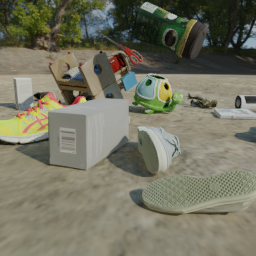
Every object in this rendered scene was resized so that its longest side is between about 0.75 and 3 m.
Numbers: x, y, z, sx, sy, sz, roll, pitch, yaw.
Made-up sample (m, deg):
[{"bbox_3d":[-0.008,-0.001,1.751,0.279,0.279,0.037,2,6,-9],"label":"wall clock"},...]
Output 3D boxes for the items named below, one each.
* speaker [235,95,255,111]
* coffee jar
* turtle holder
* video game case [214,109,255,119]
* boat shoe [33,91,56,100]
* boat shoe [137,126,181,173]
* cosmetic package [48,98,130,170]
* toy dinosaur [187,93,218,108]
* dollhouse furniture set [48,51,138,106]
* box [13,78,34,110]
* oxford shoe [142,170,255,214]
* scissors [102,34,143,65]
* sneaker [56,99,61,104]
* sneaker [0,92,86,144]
[{"bbox_3d":[5.199,-0.987,11.190,1.640,0.666,0.666,0,13,-1],"label":"speaker"},{"bbox_3d":[1.057,-2.449,7.124,1.800,0.938,0.768,27,44,12],"label":"coffee jar"},{"bbox_3d":[1.074,-1.290,10.810,1.411,1.319,1.857,2,26,-24],"label":"turtle holder"},{"bbox_3d":[3.929,-0.533,10.326,1.268,0.165,1.393,2,14,7],"label":"video game case"},{"bbox_3d":[-4.154,-1.537,13.932,1.505,0.538,0.495,12,28,40],"label":"boat shoe"},{"bbox_3d":[0.644,0.308,5.543,0.744,0.729,2.090,-6,11,-5],"label":"boat shoe"},{"bbox_3d":[-0.725,0.012,6.013,0.936,1.108,2.075,5,13,19],"label":"cosmetic package"},{"bbox_3d":[3.154,-1.187,12.449,0.939,0.506,2.131,12,11,-12],"label":"toy dinosaur"},{"bbox_3d":[-0.772,-1.984,9.951,2.084,2.072,2.957,14,45,45],"label":"dollhouse furniture set"},{"bbox_3d":[-4.408,-1.460,11.809,0.624,1.281,0.797,-7,15,-28],"label":"box"},{"bbox_3d":[0.949,0.911,3.737,1.544,0.446,0.580,-10,44,16],"label":"oxford shoe"},{"bbox_3d":[-0.177,-3.059,10.640,0.125,1.793,0.656,-41,12,51],"label":"scissors"},{"bbox_3d":[-3.383,-1.074,12.461,0.373,0.353,0.966,-16,0,26],"label":"sneaker"},{"bbox_3d":[-2.201,-0.315,7.200,2.628,1.187,1.027,-8,17,-24],"label":"sneaker"}]
